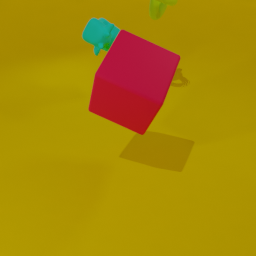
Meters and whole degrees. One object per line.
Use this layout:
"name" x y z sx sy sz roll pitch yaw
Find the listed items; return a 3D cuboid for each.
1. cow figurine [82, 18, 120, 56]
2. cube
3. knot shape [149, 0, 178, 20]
"cow figurine" -0.508 -2.444 7.753 1.653 0.908 1.627 20 23 -35
"cube" 0.091 -0.840 5.401 1.237 1.237 1.237 24 60 -1
"knot shape" 0.755 -4.336 8.408 0.903 1.829 1.955 -23 7 11
